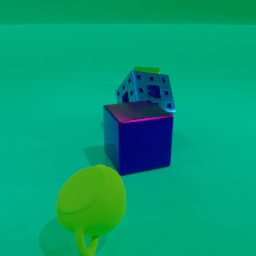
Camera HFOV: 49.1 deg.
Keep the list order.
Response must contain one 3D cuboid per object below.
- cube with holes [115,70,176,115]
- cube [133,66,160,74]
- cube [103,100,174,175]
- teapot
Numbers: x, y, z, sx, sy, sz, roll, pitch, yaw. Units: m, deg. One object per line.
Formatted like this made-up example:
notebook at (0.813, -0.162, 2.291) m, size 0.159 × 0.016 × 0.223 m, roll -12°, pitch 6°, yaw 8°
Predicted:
cube with holes at (0.430, -0.715, 7.456) m, size 1.099 × 1.099 × 1.099 m, roll 2°, pitch -22°, yaw -26°
cube at (0.693, -1.800, 10.980) m, size 1.016 × 1.016 × 1.016 m, roll 4°, pitch 23°, yaw 4°
cube at (0.180, 0.154, 6.081) m, size 1.171 × 1.171 × 1.171 m, roll -8°, pitch 24°, yaw -19°
teapot at (-0.437, 1.000, 3.843) m, size 0.980 × 0.772 × 1.577 m, roll -18°, pitch 34°, yaw 21°
